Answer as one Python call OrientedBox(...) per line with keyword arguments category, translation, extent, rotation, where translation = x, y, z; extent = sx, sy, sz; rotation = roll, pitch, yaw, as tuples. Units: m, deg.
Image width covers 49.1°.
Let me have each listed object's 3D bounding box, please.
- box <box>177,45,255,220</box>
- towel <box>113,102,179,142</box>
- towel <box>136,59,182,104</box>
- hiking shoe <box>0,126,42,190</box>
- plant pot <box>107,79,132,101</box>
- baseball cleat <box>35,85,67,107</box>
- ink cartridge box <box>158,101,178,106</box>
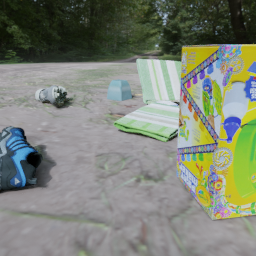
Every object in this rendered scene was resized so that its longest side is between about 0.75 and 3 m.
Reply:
OrientedBox(category="box", translation=(2.165, -0.091, 4.354), extent=(2.408, 2.319, 1.469), rotation=(-4, 16, -10))
OrientedBox(category="towel", translation=(0.931, -0.221, 8.270), extent=(1.775, 0.365, 2.379), rotation=(13, 25, 31))
OrientedBox(category="towel", translation=(1.780, -1.914, 11.679), extent=(2.716, 2.072, 0.318), rotation=(-2, -22, -18))
OrientedBox(category="hiking shoe", translation=(-2.046, 0.567, 5.265), extent=(0.852, 0.731, 1.965), rotation=(4, 24, -14))
OrientedBox(category="plant pot", translation=(-0.399, -1.771, 12.873), extent=(0.866, 0.883, 0.864), rotation=(11, 20, 35))
OrientedBox(category="baseball cleat", translation=(-3.216, -1.263, 11.488), extent=(1.327, 0.869, 2.493), rotation=(-7, 6, -2))
OrientedBox(category="ink cartridge box", translation=(1.434, -0.758, 10.308), extent=(0.601, 0.336, 0.880), rotation=(-4, 15, -16))
